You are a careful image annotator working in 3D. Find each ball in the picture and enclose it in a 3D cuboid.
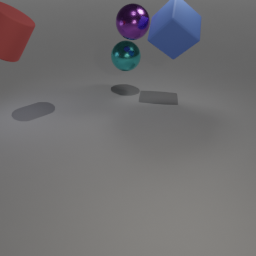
[{"bbox_3d":[-0.100,-3.375,13.141,1.400,1.400,1.400,0,29,0],"label":"ball"},{"bbox_3d":[0.197,-4.331,11.457,1.400,1.400,1.400,0,29,0],"label":"ball"}]

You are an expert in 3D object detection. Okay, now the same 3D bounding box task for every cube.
[{"bbox_3d":[1.781,-3.793,10.671,1.400,1.400,1.400,28,56,-26],"label":"cube"}]

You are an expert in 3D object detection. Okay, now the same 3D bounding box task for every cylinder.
[{"bbox_3d":[-3.974,-3.126,9.147,1.400,1.400,1.400,30,21,-13],"label":"cylinder"}]
